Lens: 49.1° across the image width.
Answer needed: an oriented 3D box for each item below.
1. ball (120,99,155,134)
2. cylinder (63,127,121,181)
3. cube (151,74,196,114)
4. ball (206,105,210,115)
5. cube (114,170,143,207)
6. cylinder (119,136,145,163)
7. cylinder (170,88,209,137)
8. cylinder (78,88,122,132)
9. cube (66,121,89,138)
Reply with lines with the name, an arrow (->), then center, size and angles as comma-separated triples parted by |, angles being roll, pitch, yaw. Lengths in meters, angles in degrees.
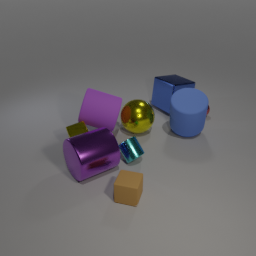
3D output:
ball -> 0.387, -0.471, 11.387 | 1.400, 1.400, 1.400 | 0, 29, 0
cylinder -> -1.185, 0.820, 9.059 | 1.400, 1.400, 1.400 | -19, 34, -30
cube -> 2.133, -1.650, 13.367 | 1.400, 1.400, 1.400 | -13, 32, -33
ball -> 3.374, -0.857, 12.775 | 0.700, 0.700, 0.700 | 0, 29, 0
cube -> 0.022, 1.736, 8.139 | 0.700, 0.700, 0.700 | 8, 30, 14
cylinder -> 0.118, 0.745, 9.660 | 0.700, 0.700, 0.700 | -30, -6, -3
cylinder -> 2.352, -0.606, 10.977 | 1.400, 1.400, 1.400 | -3, 50, 4
cylinder -> -1.081, -0.697, 10.910 | 1.400, 1.400, 1.400 | 16, 29, -6
cube -> -1.810, 0.292, 10.357 | 0.700, 0.700, 0.700 | -21, 58, -14
